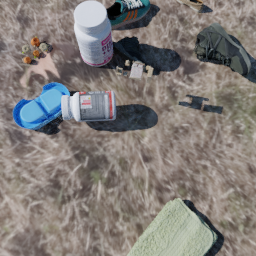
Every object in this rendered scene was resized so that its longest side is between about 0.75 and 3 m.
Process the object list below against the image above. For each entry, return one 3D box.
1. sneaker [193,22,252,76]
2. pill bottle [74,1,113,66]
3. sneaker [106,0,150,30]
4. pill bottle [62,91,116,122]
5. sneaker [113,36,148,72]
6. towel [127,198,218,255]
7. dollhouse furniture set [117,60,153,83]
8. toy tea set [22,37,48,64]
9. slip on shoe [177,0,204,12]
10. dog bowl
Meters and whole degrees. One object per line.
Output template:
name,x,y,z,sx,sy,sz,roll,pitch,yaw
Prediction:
sneaker,3.692,-2.973,11.403,1.568,1.046,2.737,-30,71,-8
pill bottle,-1.309,-3.576,10.838,1.375,2.425,1.375,0,71,0
sneaker,-0.028,-5.149,12.155,2.376,0.949,0.848,-30,74,-10
pill bottle,-1.412,-0.782,10.225,1.888,1.094,1.094,-3,71,-7
sneaker,0.327,-3.165,11.619,1.036,0.691,1.808,-44,71,-7
towel,1.443,3.922,9.310,2.046,0.503,2.758,42,76,14
dollhouse furniture set,0.249,-1.962,9.295,1.168,0.517,0.605,13,75,3
toy tea set,-4.047,-3.280,11.883,1.252,0.463,0.744,-46,107,-17
slip on shoe,2.774,-5.787,12.644,1.450,0.439,0.551,41,76,13
dog bowl,-3.284,-0.791,10.884,2.288,0.567,1.275,-35,75,-12
